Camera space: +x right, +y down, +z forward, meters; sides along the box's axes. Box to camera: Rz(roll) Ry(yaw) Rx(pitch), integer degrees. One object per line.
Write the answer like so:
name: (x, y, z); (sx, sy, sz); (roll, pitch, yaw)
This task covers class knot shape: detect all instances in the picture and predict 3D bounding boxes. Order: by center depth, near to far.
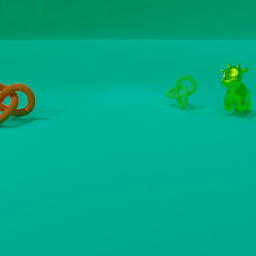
knot shape: (-3.799, -0.717, 8.637); (1.589, 0.734, 1.486); (18, 64, -2)
knot shape: (2.016, -1.407, 10.337); (0.561, 1.136, 1.214); (23, 20, -42)

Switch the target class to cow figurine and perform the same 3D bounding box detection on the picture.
cow figurine: (3.643, -1.327, 9.351); (0.881, 1.579, 1.604); (5, 7, 38)
